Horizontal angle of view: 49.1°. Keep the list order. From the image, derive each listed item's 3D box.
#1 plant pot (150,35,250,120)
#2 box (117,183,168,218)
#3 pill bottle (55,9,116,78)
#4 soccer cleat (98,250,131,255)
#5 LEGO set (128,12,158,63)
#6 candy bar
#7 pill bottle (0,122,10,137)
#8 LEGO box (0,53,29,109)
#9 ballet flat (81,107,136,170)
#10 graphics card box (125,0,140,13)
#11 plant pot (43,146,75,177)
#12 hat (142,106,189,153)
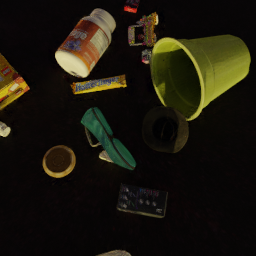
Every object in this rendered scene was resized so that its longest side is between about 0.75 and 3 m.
[{"bbox_3d":[2.681,-2.079,9.879,2.708,2.851,2.851,-24,71,-21],"label":"plant pot"},{"bbox_3d":[0.442,2.339,8.938,1.482,0.906,0.786,9,71,4],"label":"box"},{"bbox_3d":[-1.547,-3.313,10.793,1.412,1.412,2.517,27,71,10],"label":"pill bottle"},{"bbox_3d":[-1.263,4.196,7.961,2.889,1.121,1.001,-19,39,-5],"label":"soccer cleat"},{"bbox_3d":[0.598,-3.848,11.030,0.968,1.197,2.602,-2,60,14],"label":"LEGO set"},{"bbox_3d":[-1.130,-1.669,10.807,2.131,0.236,0.531,-9,69,-4],"label":"candy bar"},{"bbox_3d":[-4.689,-0.027,10.074,0.791,0.447,0.447,26,72,10],"label":"pill bottle"},{"bbox_3d":[-5.268,-1.549,10.379,2.404,0.928,1.790,-39,74,-13],"label":"LEGO box"},{"bbox_3d":[-0.757,0.516,9.608,0.912,0.872,2.590,-38,78,15],"label":"ballet flat"},{"bbox_3d":[0.204,-5.479,12.240,0.529,0.214,0.843,14,69,6],"label":"graphics card box"},{"bbox_3d":[-2.421,1.141,9.796,1.143,0.157,1.143,0,69,0],"label":"plant pot"},{"bbox_3d":[1.389,0.017,9.822,1.766,0.712,1.766,5,99,32],"label":"hat"}]
